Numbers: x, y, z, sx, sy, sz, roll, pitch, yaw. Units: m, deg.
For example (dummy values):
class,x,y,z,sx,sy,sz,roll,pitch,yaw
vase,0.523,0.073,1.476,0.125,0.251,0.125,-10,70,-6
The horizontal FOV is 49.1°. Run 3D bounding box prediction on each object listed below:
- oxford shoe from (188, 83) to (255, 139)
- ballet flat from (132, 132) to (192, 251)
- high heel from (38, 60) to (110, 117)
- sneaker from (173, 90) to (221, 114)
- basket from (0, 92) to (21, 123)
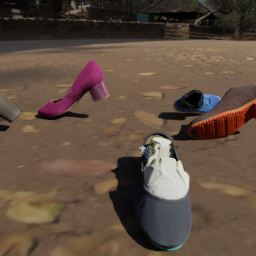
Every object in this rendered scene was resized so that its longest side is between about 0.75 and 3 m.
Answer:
class,x,y,z,sx,sy,sz,roll,pitch,yaw
oxford shoe,2.945,-0.529,8.100,2.801,0.997,1.016,-21,50,-1
ballet flat,0.625,0.863,5.368,1.094,1.094,2.995,1,22,3
high heel,-2.049,-1.297,9.539,2.755,1.324,0.929,-18,19,11
sneaker,2.550,-0.902,9.654,1.799,0.691,1.001,-2,-10,-10
basket,-3.712,-0.574,8.449,0.551,0.810,0.731,-29,23,49
